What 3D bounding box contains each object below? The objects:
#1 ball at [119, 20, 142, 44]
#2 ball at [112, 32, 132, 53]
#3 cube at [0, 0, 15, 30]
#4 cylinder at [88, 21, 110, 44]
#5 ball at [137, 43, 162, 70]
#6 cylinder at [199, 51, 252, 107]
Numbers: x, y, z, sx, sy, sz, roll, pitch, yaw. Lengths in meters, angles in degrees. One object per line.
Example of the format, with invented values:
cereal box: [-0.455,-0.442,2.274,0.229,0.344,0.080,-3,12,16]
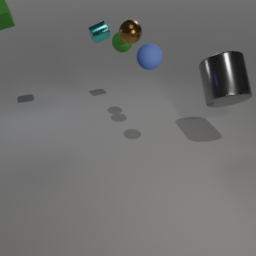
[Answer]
ball: [0.075,-2.886,8.422,0.700,0.700,0.700,0,29,0]
ball: [-0.193,-2.933,9.534,0.700,0.700,0.700,0,29,0]
cube: [-4.587,-4.047,10.036,0.700,0.700,0.700,-20,69,-9]
cylinder: [-1.180,-3.932,11.538,0.700,0.700,0.700,-26,34,-6]
ball: [0.583,-1.934,7.597,0.700,0.700,0.700,0,29,0]
cylinder: [3.086,-1.511,8.940,1.400,1.400,1.400,-8,-10,-1]
